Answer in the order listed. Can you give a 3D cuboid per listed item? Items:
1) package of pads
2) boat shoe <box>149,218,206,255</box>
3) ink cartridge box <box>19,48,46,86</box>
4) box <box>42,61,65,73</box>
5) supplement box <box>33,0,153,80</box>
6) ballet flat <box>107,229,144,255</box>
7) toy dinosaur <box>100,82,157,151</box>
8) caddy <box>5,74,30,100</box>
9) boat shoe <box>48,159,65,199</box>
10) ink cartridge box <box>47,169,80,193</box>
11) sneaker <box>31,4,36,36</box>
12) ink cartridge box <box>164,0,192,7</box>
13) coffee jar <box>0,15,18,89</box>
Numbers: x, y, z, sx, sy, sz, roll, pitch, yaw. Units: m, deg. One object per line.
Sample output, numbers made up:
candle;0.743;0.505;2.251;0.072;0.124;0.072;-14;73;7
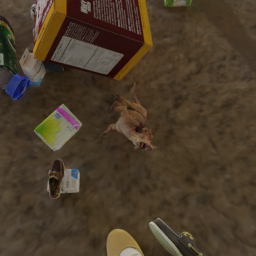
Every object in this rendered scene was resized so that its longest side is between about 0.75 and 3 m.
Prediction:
package of pads;-1.875;0.005;7.627;0.830;0.366;1.074;47;65;-10
boat shoe;1.460;3.044;7.019;0.657;0.778;2.181;-41;79;-20
ink cartridge box;-3.030;-1.932;8.953;0.362;1.085;0.628;12;62;5
box;-2.416;-2.533;9.275;0.628;1.014;0.997;9;67;3
supplement box;-1.134;-3.431;8.506;2.902;1.927;2.863;9;62;-31
ballet flat;0.262;3.721;6.588;0.956;0.878;2.786;-11;67;-27
toy dinosaur;0.205;-0.221;8.355;1.607;1.018;2.371;19;52;-2
caddy;-3.446;-1.279;8.839;0.439;0.592;0.837;32;92;7
boat shoe;-1.936;1.323;7.487;0.393;0.392;1.090;4;69;0
ink cartridge box;-1.800;1.498;7.879;0.814;0.343;0.594;-2;64;1
sneaker;-2.887;-3.729;10.027;0.975;0.638;1.697;-9;72;-5
ink cartridge box;2.345;-5.474;10.716;1.958;0.742;1.447;-3;66;-3
coffee jar;-4.249;-2.527;9.171;0.999;1.221;2.341;-12;66;-4
